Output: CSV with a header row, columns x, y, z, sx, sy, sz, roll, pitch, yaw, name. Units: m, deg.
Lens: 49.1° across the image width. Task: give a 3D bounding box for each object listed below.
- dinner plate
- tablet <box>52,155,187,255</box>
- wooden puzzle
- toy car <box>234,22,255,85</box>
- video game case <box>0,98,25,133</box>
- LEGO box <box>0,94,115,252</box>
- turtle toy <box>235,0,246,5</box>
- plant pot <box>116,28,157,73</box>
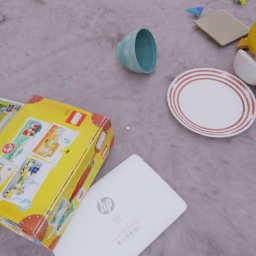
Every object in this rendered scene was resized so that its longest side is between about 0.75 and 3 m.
x,y,z,sx,sy,sz,roll,pitch,yaw,name
2.193,-0.688,7.426,2.316,0.281,2.316,0,55,1,dinner plate
-0.279,1.831,5.768,2.649,0.181,1.724,-35,62,-22,tablet
3.122,-3.289,9.225,1.660,0.288,2.460,-19,58,-18,wooden puzzle
4.482,-1.747,7.214,2.154,2.514,2.872,7,44,-42,toy car
-3.870,0.125,6.686,2.300,0.279,2.527,14,49,9,video game case
-1.785,0.759,5.872,2.001,1.037,2.686,18,57,19,LEGO box
4.118,-4.917,10.163,0.450,0.648,0.890,14,53,35,turtle toy
0.191,-2.155,7.988,0.819,1.222,1.222,3,51,35,plant pot
